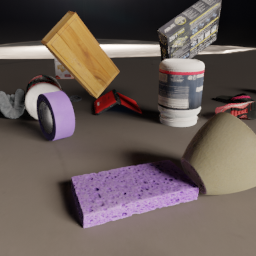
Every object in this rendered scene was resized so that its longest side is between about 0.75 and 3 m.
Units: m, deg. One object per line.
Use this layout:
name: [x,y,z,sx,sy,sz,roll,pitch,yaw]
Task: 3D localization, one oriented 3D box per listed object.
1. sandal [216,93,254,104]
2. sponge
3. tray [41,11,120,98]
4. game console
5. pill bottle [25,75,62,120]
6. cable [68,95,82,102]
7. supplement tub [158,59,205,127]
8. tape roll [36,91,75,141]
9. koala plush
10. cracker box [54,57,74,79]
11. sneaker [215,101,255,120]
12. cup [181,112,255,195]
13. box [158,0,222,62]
sandal: [5.056,-1.352,12.805,0.811,0.487,2.161,-19,28,-41]
sponge: [0.111,1.292,6.013,2.471,0.369,1.379,-7,21,-19]
tray: [-1.428,-2.272,9.124,1.293,2.622,0.485,-50,47,-7]
game console: [-0.488,-0.904,12.073,1.616,1.113,1.875,-32,21,4]
pill bottle: [-3.408,-1.352,11.442,1.460,1.460,2.637,-6,22,-16]
cable: [-2.589,-1.391,13.329,0.767,0.195,0.626,-5,21,-14]
supplement tub: [1.894,-1.314,10.205,1.577,2.247,1.577,0,21,0]
tape roll: [-2.304,-0.386,8.828,0.639,1.504,1.504,-15,25,-34]
koala plush: [-4.634,-0.888,11.210,1.082,1.122,1.221,-10,2,-22]
cracker box: [-2.437,-2.392,10.703,0.672,1.003,0.289,3,15,18]
sneaker: [4.310,-0.744,10.873,1.976,0.728,0.857,-6,20,-15]
cup: [1.912,0.721,6.029,1.261,1.764,1.764,-30,28,-9]
box: [2.347,-3.503,10.646,2.547,2.053,0.625,-37,63,-8]
